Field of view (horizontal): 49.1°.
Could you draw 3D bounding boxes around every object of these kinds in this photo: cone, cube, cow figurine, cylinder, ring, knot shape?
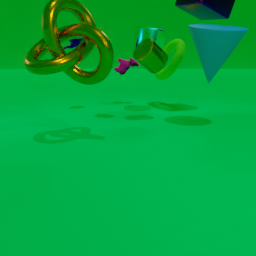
[{"bbox_3d":[2.273,-1.913,7.491,1.488,1.493,1.488,2,25,-1],"label":"cone"},{"bbox_3d":[2.571,-4.371,9.003,1.317,1.317,1.317,12,10,-32],"label":"cube"},{"bbox_3d":[-0.037,-2.624,11.879,0.913,0.928,0.509,29,5,20],"label":"cow figurine"},{"bbox_3d":[0.659,-2.082,8.130,0.744,0.744,0.744,30,-9,-38],"label":"cylinder"},{"bbox_3d":[1.639,-2.725,11.148,0.348,1.738,1.738,24,4,-22],"label":"ring"},{"bbox_3d":[0.725,-2.913,9.833,1.087,1.087,1.087,7,17,-2],"label":"cylinder"},{"bbox_3d":[-1.190,-1.832,5.761,1.850,1.731,0.855,3,-7,-1],"label":"knot shape"}]

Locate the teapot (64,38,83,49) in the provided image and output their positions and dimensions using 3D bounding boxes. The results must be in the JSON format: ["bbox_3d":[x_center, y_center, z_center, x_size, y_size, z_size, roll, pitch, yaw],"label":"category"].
[{"bbox_3d":[-1.820,-3.202,9.837,0.627,1.280,0.796,22,-16,24],"label":"teapot"}]
